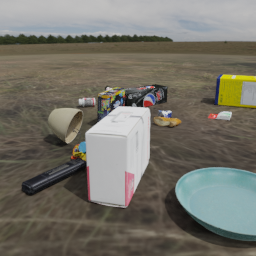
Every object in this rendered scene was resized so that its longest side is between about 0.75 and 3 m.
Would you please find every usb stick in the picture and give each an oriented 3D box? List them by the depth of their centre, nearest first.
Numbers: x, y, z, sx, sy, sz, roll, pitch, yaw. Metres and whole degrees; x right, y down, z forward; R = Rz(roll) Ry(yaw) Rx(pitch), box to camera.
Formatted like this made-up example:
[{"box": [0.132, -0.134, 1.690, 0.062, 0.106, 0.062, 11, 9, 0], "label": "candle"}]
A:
[{"box": [-1.832, 1.190, 7.142, 0.499, 0.293, 1.800, 7, 19, 38], "label": "usb stick"}]

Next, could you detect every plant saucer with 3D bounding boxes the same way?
[{"box": [2.211, 1.563, 5.825, 2.448, 0.440, 2.448, 0, 18, 0], "label": "plant saucer"}]

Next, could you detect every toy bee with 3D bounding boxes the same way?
[{"box": [-1.272, 0.723, 8.146, 0.889, 0.738, 1.358, 25, 15, -38], "label": "toy bee"}]

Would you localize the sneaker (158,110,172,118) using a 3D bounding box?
[{"box": [1.664, -0.564, 12.053, 0.570, 0.399, 0.988, -4, 18, -7], "label": "sneaker"}]

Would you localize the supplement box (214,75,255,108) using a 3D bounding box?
[{"box": [5.885, -1.895, 14.336, 2.588, 1.409, 1.417, 8, 21, 22], "label": "supplement box"}]

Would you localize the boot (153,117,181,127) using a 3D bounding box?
[{"box": [1.601, -0.276, 11.402, 0.998, 0.351, 0.714, 17, 19, 31], "label": "boot"}]

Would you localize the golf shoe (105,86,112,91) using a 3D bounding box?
[{"box": [-0.893, -1.445, 13.567, 0.768, 0.974, 2.115, -24, 20, 0], "label": "golf shoe"}]

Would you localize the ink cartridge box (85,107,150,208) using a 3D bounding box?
[{"box": [-0.138, 0.552, 6.840, 0.951, 1.683, 2.297, 5, 19, 14], "label": "ink cartridge box"}]

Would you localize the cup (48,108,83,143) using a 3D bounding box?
[{"box": [-2.171, -0.190, 9.426, 0.857, 1.199, 1.199, 22, 23, 8], "label": "cup"}]

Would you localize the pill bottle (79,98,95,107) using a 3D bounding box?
[{"box": [-2.052, -1.284, 14.051, 0.803, 0.445, 0.445, -2, 19, -9], "label": "pill bottle"}]

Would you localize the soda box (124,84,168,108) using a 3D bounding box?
[{"box": [0.762, -1.616, 14.349, 2.766, 0.876, 0.979, -15, 25, -36], "label": "soda box"}]

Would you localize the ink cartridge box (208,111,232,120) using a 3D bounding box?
[{"box": [4.068, -0.575, 12.382, 0.909, 0.228, 0.732, 10, 21, 22], "label": "ink cartridge box"}]

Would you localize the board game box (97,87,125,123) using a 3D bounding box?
[{"box": [-0.664, -0.854, 11.401, 0.463, 1.349, 1.632, 10, 22, 22], "label": "board game box"}]
